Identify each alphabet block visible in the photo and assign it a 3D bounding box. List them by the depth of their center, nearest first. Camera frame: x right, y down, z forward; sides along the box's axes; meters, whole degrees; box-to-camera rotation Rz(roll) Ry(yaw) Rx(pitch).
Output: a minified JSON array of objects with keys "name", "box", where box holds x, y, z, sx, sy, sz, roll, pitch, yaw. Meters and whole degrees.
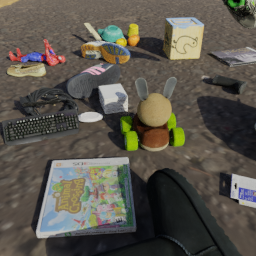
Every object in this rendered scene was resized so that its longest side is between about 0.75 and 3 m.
[{"name":"alphabet block","box":[2.519,-4.166,12.994,1.488,1.524,1.496,-3,34,-3]}]

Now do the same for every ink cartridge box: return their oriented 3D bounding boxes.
[{"name":"ink cartridge box","box":[2.580,1.356,5.986,0.753,0.177,0.744,10,37,17]}]

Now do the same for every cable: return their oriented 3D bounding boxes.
[{"name":"cable","box":[-2.341,-0.603,8.683,1.591,0.495,1.950,-16,45,-37]}]

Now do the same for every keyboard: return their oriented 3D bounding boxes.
[{"name":"keyboard","box":[-2.411,-0.274,7.774,2.016,0.208,1.281,-11,71,-15]}]

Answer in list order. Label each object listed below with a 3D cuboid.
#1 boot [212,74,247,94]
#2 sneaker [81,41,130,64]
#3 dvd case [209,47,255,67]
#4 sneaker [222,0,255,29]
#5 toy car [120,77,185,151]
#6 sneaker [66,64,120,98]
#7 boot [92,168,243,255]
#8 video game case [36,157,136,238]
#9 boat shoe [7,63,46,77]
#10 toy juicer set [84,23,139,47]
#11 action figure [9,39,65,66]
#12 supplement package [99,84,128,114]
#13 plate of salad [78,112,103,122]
[{"name":"boot","box":[3.641,-1.616,10.197,1.149,0.377,0.947,23,29,23]},{"name":"sneaker","box":[-0.904,-3.572,12.660,2.435,0.916,1.073,16,37,21]},{"name":"dvd case","box":[5.200,-3.324,12.947,2.245,0.179,1.669,-10,35,-15]},{"name":"sneaker","box":[3.167,-3.643,8.097,0.945,2.422,1.032,-15,57,40]},{"name":"toy car","box":[0.629,-0.472,7.190,1.512,1.841,1.453,-5,35,-8]},{"name":"sneaker","box":[-1.402,-1.710,10.065,1.025,0.876,2.498,15,30,36]},{"name":"boot","box":[0.306,1.918,4.406,2.273,1.027,2.774,-14,41,-21]},{"name":"video game case","box":[-0.824,1.352,5.931,1.828,0.222,2.008,-2,34,-3]},{"name":"boat shoe","box":[-4.090,-2.378,11.252,1.559,0.489,0.572,0,34,0]},{"name":"toy juicer set","box":[-0.785,-4.672,14.574,2.916,0.794,1.855,-1,50,-10]},{"name":"action figure","box":[-3.929,-3.404,12.192,2.555,1.265,0.834,12,36,13]},{"name":"supplement package","box":[-0.485,-0.965,9.097,0.763,0.543,0.980,-9,35,-13]},{"name":"plate of salad","box":[-1.145,-0.296,8.430,0.777,0.187,0.777,1,23,0]}]
